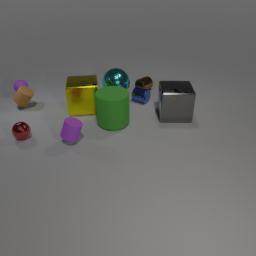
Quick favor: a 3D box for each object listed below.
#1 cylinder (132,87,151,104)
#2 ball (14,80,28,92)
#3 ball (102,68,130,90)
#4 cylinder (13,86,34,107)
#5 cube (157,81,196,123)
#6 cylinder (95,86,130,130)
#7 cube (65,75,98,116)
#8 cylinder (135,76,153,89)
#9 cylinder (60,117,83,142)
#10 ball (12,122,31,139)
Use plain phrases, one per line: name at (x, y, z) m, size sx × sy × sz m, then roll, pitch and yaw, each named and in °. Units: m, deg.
cylinder at (0.646, -1.616, 13.709) m, size 0.700 × 0.700 × 0.700 m, roll 20°, pitch 37°, yaw 28°
ball at (-5.440, -2.106, 14.228) m, size 0.700 × 0.700 × 0.700 m, roll 0°, pitch 32°, yaw 0°
ball at (-0.600, -2.314, 14.140) m, size 1.400 × 1.400 × 1.400 m, roll 0°, pitch 32°, yaw 0°
cylinder at (-4.848, -1.475, 12.990) m, size 0.700 × 0.700 × 0.700 m, roll 33°, pitch 26°, yaw -19°
cube at (2.086, -1.176, 12.340) m, size 1.400 × 1.400 × 1.400 m, roll 0°, pitch 32°, yaw 0°
cylinder at (-0.638, -0.853, 11.740) m, size 1.400 × 1.400 × 1.400 m, roll -1°, pitch 32°, yaw 1°
cube at (-2.066, -1.519, 12.886) m, size 1.400 × 1.400 × 1.400 m, roll -4°, pitch 32°, yaw -6°
cylinder at (0.845, -2.323, 14.843) m, size 0.700 × 0.700 × 0.700 m, roll -28°, pitch 41°, yaw -37°
cylinder at (-2.133, 0.054, 10.571) m, size 0.700 × 0.700 × 0.700 m, roll 18°, pitch 25°, yaw -8°
ball at (-4.182, 0.099, 10.966) m, size 0.700 × 0.700 × 0.700 m, roll 0°, pitch 32°, yaw 0°
